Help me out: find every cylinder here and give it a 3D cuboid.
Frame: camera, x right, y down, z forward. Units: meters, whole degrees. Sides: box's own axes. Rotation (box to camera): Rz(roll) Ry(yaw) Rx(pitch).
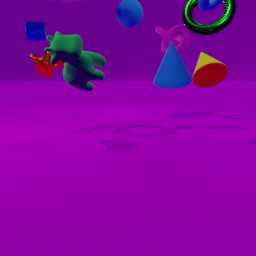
[{"bbox_3d":[-3.508,-3.667,10.633,0.709,0.709,0.709,-6,12,-16],"label":"cylinder"}]

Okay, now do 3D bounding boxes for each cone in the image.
[{"bbox_3d":[1.737,-2.605,11.022,1.596,1.602,1.596,-6,32,3],"label":"cone"},{"bbox_3d":[2.378,-1.973,8.589,1.054,1.058,1.054,-5,-34,-3],"label":"cone"}]

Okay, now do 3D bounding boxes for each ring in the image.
[{"bbox_3d":[2.877,-4.167,10.023,1.886,1.886,0.377,4,-15,23],"label":"ring"},{"bbox_3d":[1.906,-2.948,5.794,0.230,1.150,1.150,47,28,15],"label":"ring"}]

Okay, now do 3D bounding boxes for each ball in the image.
[{"bbox_3d":[0.047,-3.243,7.917,0.761,0.761,0.761,0,10,0],"label":"ball"}]

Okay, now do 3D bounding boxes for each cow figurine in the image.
[{"bbox_3d":[-1.197,-1.409,6.116,1.386,0.773,1.409,14,-24,-26],"label":"cow figurine"},{"bbox_3d":[-2.132,-2.120,8.054,0.785,1.430,1.407,23,0,3],"label":"cow figurine"}]

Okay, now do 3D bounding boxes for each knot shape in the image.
[{"bbox_3d":[1.781,-3.768,11.627,1.461,0.722,1.562,35,61,8],"label":"knot shape"}]

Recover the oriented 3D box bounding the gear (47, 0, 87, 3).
[{"bbox_3d":[-1.369,-3.718,7.255,1.985,0.367,1.985,-5,9,1],"label":"gear"}]
